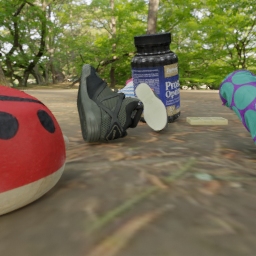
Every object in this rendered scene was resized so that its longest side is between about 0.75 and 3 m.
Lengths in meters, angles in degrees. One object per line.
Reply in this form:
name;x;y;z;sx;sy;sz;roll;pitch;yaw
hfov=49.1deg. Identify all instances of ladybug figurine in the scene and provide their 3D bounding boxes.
ladybug figurine;-1.593;0.075;2.550;2.435;0.876;1.653;-2;32;-47

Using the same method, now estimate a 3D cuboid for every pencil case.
pencil case;1.863;-0.207;3.997;0.658;0.715;1.547;5;36;-12

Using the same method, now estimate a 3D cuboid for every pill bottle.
pill bottle;0.778;-1.430;7.949;1.325;2.369;1.325;-6;20;2

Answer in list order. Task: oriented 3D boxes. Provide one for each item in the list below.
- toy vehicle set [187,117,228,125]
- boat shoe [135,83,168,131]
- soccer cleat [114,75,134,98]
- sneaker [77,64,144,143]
toy vehicle set;2.215;-0.203;7.922;1.012;0.134;0.629;0;9;0
boat shoe;0.606;-0.454;6.608;0.538;0.473;1.513;-33;47;11
soccer cleat;0.126;-1.061;9.395;0.998;0.807;2.312;41;45;2
sneaker;-0.427;-0.544;5.759;1.193;0.796;2.083;1;42;-21
